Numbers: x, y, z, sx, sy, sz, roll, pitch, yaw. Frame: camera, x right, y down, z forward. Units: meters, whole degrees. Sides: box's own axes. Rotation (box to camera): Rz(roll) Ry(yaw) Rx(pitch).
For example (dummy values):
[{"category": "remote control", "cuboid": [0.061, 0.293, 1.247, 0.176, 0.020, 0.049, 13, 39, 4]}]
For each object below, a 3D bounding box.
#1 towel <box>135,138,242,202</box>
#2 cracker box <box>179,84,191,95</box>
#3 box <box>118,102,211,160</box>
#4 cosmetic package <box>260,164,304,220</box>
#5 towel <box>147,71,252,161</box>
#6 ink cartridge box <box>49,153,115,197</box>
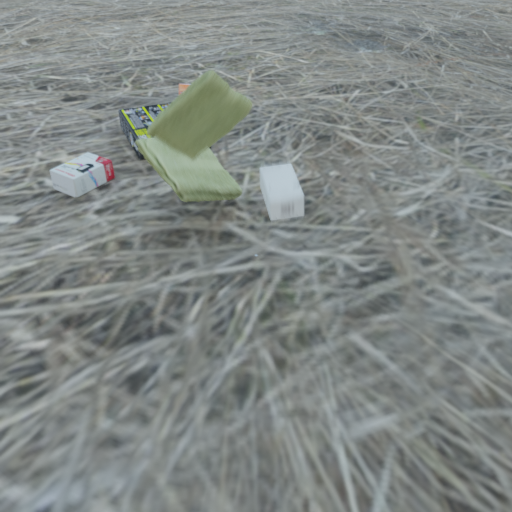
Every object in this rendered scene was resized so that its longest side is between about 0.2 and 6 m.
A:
[{"category": "towel", "cuboid": [-1.146, -1.566, 10.176, 1.456, 0.358, 1.963, 51, 27, 19]}, {"category": "cracker box", "cuboid": [-1.379, -4.329, 14.957, 0.999, 0.430, 1.492, 6, 14, 9]}, {"category": "box", "cuboid": [-2.236, -3.075, 13.503, 1.737, 0.480, 2.169, -14, 37, -19]}, {"category": "cosmetic package", "cuboid": [0.397, -1.028, 8.897, 0.561, 0.404, 0.995, -9, 41, -6]}, {"category": "towel", "cuboid": [-0.838, -2.038, 8.247, 1.026, 1.384, 0.252, 27, 37, -45]}, {"category": "ink cartridge box", "cuboid": [-3.577, -1.680, 11.544, 0.757, 0.430, 1.039, 21, 40, 27]}]
